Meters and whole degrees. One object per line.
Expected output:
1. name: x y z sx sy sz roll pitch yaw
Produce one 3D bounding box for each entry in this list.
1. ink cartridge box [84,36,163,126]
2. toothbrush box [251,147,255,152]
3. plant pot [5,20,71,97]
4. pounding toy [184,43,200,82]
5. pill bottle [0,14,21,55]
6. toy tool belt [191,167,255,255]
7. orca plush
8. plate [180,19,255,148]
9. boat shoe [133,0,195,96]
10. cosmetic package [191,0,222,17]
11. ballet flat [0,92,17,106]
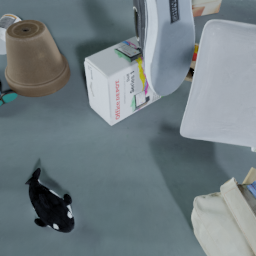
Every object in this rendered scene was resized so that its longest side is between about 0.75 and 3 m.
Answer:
1. ink cartridge box: 0.159 -1.380 7.494 2.368 1.715 0.994 -31 56 -24
2. toothbrush box: 3.433 0.226 7.028 0.588 0.348 0.808 9 49 7
3. plant pot: -2.741 -2.127 8.178 1.926 1.679 1.926 1 49 -1
4. pounding toy: 2.260 -1.839 8.496 1.747 0.799 1.535 15 51 13
5. pill bottle: -4.195 -3.223 9.648 0.839 0.839 1.442 3 49 3
6. toy tool belt: 2.463 2.065 4.563 1.757 1.786 2.860 -27 55 -10
7. orca plush: -1.666 1.434 5.844 0.855 0.578 1.626 -21 53 -17
8. plate: 1.803 -0.508 3.885 1.879 1.884 0.304 8 41 5
9. boat shoe: 0.503 -1.973 5.045 1.026 2.934 0.972 -27 45 -14
10. cosmetic package: 2.074 -5.223 11.066 2.953 1.289 1.527 -12 51 -11
11. ballet flat: -3.596 -0.811 7.960 0.319 0.319 0.874 36 60 27
